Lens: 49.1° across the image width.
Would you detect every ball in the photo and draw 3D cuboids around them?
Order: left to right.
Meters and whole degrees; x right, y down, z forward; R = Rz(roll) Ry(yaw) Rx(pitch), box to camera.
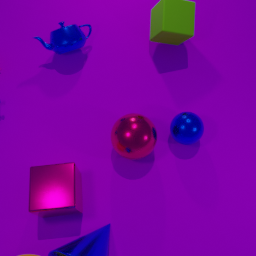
[{"bbox_3d":[0.160,0.230,7.624,1.272,1.272,1.272,0,66,0],"label":"ball"},{"bbox_3d":[1.659,0.009,7.908,0.949,0.949,0.949,0,66,0],"label":"ball"}]

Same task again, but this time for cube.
[{"bbox_3d":[-1.792,1.593,7.106,1.104,1.104,1.104,-6,66,-3],"label":"cube"},{"bbox_3d":[1.402,-3.382,8.969,1.073,1.073,1.073,3,90,-17],"label":"cube"}]

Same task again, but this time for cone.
[{"bbox_3d":[-0.824,2.879,6.743,1.522,1.522,1.528,30,43,12],"label":"cone"}]

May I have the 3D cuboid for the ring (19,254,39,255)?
[{"bbox_3d":[-2.169,3.521,5.995,1.638,0.328,1.638,0,93,-6],"label":"ring"}]

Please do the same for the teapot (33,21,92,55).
[{"bbox_3d":[-2.049,-2.923,9.029,1.929,1.199,0.945,-23,109,-14],"label":"teapot"}]
